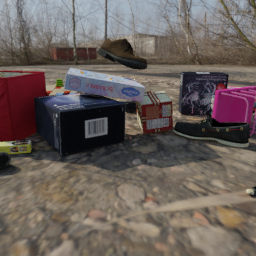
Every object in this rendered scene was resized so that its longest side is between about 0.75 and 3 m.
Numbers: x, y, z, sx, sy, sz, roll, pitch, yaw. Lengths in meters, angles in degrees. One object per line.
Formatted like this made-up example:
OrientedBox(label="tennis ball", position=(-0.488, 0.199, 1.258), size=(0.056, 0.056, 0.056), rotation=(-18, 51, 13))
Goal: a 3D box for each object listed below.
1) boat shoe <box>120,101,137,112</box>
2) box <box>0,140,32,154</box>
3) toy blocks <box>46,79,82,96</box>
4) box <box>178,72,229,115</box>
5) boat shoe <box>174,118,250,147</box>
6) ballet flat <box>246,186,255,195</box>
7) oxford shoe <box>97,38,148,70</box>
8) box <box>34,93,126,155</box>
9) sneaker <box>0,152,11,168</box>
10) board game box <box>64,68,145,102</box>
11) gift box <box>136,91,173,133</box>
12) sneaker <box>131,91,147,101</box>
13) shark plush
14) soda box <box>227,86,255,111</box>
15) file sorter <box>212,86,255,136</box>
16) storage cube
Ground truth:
OrientedBox(label="boat shoe", position=(0.016, -1.075, 13.960), size=(1.675, 0.625, 0.522), rotation=(9, 23, 43))
OrientedBox(label="box", position=(-3.635, 0.612, 8.697), size=(1.190, 0.298, 0.448), rotation=(-5, 17, -14))
OrientedBox(label="toy blocks", position=(-3.761, -1.773, 15.513), size=(2.729, 1.364, 1.866), rotation=(0, 27, 3))
OrientedBox(label="box", position=(3.612, -1.707, 13.652), size=(2.143, 1.952, 1.116), rotation=(1, 16, 2))
OrientedBox(label="boat shoe", position=(2.890, 0.014, 9.865), size=(2.662, 0.834, 0.974), rotation=(9, 20, 33))
OrientedBox(label="ballet flat", position=(2.956, 1.345, 6.325), size=(0.787, 0.224, 0.262), rotation=(-9, 19, -28))
OrientedBox(label="oxford shoe", position=(-0.154, -2.992, 10.970), size=(2.426, 1.024, 0.881), rotation=(31, 7, 29))
OrientedBox(label="box", position=(-1.707, -0.311, 9.678), size=(2.374, 1.463, 2.355), rotation=(-10, 20, -34))
OrientedBox(label="sneaker", position=(-3.873, 0.951, 7.354), size=(0.573, 0.545, 1.446), rotation=(0, 4, 43))
OrientedBox(label="board game box", position=(-0.899, -1.612, 10.162), size=(2.594, 0.535, 2.600), rotation=(8, 15, -10))
OrientedBox(label="gift box", position=(1.097, -0.627, 10.940), size=(1.487, 1.372, 1.389), rotation=(-4, 25, -8))
OrientedBox(label="sneaker", position=(1.017, -1.438, 15.040), size=(1.122, 0.838, 2.500), rotation=(24, 14, 13))
OrientedBox(label="shark plush", position=(4.975, -0.974, 12.574), size=(2.752, 1.146, 1.250), rotation=(-2, 17, -8))
OrientedBox(label="soda box", position=(6.129, -1.617, 14.961), size=(0.942, 1.040, 2.971), rotation=(-12, 20, -35))
OrientedBox(label="file sorter", position=(4.541, -0.596, 10.583), size=(2.312, 1.607, 1.450), rotation=(-10, 22, -31))
OrientedBox(label="storage cube", position=(-4.508, -0.896, 10.351), size=(2.155, 2.267, 2.522), rotation=(5, 18, 17))
